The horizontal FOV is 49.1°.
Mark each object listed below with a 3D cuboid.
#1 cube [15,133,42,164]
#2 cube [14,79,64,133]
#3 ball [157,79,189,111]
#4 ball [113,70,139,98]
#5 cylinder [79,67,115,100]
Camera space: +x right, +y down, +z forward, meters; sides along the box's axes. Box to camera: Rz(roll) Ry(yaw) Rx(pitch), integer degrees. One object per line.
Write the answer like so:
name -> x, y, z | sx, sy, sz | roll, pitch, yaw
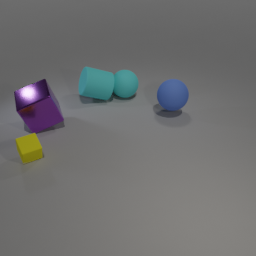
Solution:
cube -> -3.484, 0.724, 9.880 | 0.700, 0.700, 0.700 | -20, 61, -27
cube -> -3.668, -0.898, 11.565 | 1.400, 1.400, 1.400 | -25, 45, -5
ball -> 1.986, -1.467, 12.446 | 1.400, 1.400, 1.400 | 0, 32, 0
ball -> -0.164, -2.250, 14.255 | 1.400, 1.400, 1.400 | 0, 32, 0
cylinder -> -1.566, -2.179, 13.793 | 1.400, 1.400, 1.400 | 9, 26, -25
